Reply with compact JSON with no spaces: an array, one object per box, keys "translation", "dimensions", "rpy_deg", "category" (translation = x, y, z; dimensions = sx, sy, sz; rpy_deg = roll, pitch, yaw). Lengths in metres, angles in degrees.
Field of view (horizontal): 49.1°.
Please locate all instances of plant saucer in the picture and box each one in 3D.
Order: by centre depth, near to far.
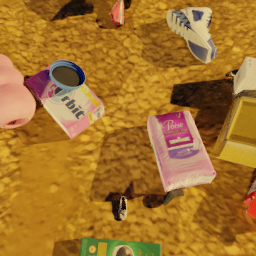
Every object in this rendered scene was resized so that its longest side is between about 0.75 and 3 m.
[{"translation":[4.593,0.000,9.573],"dimensions":[2.784,0.674,2.783],"rpy_deg":[13,61,33],"category":"plant saucer"}]

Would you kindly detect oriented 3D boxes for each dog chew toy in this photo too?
[{"translation":[-4.453,-1.419,10.092],"dimensions":[1.737,1.737,2.789],"rpy_deg":[-21,79,-9],"category":"dog chew toy"}]

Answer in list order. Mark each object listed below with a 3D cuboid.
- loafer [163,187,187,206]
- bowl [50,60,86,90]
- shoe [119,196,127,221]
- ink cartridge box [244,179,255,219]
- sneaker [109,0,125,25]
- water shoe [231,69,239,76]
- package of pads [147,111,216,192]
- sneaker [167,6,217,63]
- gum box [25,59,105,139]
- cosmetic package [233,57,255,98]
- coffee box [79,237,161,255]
[{"translation":[1.698,2.113,9.383],"dimensions":[0.486,0.489,1.344],"rpy_deg":[40,73,12],"category":"loafer"},{"translation":[-2.158,-1.867,9.963],"dimensions":[1.288,0.253,1.288],"rpy_deg":[16,50,-20],"category":"bowl"},{"translation":[-0.172,2.645,9.279],"dimensions":[0.279,0.213,0.798],"rpy_deg":[2,66,1],"category":"shoe"},{"translation":[4.893,2.149,9.139],"dimensions":[1.489,0.862,2.562],"rpy_deg":[34,70,14],"category":"ink cartridge box"},{"translation":[-0.496,-5.311,12.588],"dimensions":[0.687,0.584,1.585],"rpy_deg":[-2,66,0],"category":"sneaker"},{"translation":[4.611,-2.352,11.436],"dimensions":[0.828,0.327,0.296],"rpy_deg":[-12,67,-5],"category":"water shoe"},{"translation":[1.705,0.717,9.457],"dimensions":[1.620,1.017,2.689],"rpy_deg":[-9,54,-5],"category":"package of pads"},{"translation":[3.077,-4.267,11.840],"dimensions":[1.644,1.150,2.847],"rpy_deg":[-29,68,-10],"category":"sneaker"},{"translation":[-2.397,-1.185,10.570],"dimensions":[1.606,0.936,2.829],"rpy_deg":[-39,71,-15],"category":"gum box"},{"translation":[5.445,-1.683,10.556],"dimensions":[2.534,1.430,1.028],"rpy_deg":[12,67,7],"category":"cosmetic package"},{"translation":[-0.256,4.167,8.421],"dimensions":[2.465,0.542,1.516],"rpy_deg":[3,66,2],"category":"coffee box"}]
